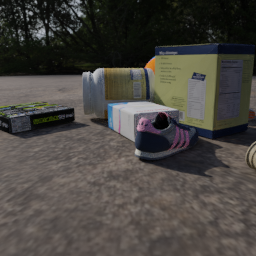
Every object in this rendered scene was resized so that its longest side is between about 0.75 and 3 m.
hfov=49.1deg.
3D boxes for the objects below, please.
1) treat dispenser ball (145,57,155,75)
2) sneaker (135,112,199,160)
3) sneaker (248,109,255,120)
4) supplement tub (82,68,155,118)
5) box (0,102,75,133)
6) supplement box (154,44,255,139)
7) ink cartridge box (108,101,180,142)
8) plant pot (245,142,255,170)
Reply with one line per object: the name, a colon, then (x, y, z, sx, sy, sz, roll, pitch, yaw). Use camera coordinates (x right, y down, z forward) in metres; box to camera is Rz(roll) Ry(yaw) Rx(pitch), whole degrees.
treat dispenser ball: (2.088, -2.260, 13.791, 2.907, 2.907, 2.907, 0, 14, 0)
sneaker: (1.222, 0.059, 7.819, 0.949, 1.110, 2.706, 11, 17, 37)
sneaker: (4.581, -0.681, 12.192, 1.674, 0.649, 0.938, 13, 12, 9)
supplement tub: (-0.408, -1.481, 11.989, 2.958, 2.135, 2.135, -1, 14, -5)
box: (-4.012, -0.522, 11.288, 2.660, 0.654, 2.754, 10, 17, 42)
supplement box: (2.618, -1.468, 10.187, 1.983, 2.951, 2.954, -10, 17, -35)
ink cartridge box: (0.463, -0.284, 9.555, 1.639, 0.960, 2.268, -6, 13, -24)
plant pot: (3.095, 0.732, 5.966, 0.834, 0.834, 0.763, -3, 25, -11)
